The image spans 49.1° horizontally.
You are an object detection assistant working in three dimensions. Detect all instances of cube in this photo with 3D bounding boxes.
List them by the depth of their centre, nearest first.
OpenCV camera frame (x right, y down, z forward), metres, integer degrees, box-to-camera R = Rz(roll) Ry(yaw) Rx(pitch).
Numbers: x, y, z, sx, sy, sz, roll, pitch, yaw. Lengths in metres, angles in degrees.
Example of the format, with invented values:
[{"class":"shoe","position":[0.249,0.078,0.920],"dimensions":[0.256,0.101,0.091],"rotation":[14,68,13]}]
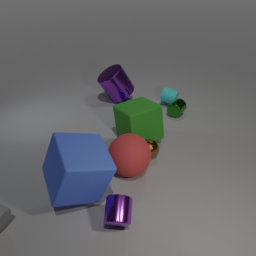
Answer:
[{"class":"cube","position":[-1.370,1.093,7.589],"dimensions":[1.400,1.400,1.400],"rotation":[3,39,-33]},{"class":"cube","position":[0.405,-0.236,10.826],"dimensions":[1.400,1.400,1.400],"rotation":[-19,29,-23]}]

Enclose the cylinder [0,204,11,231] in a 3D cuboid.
[{"class":"cylinder","position":[-3.485,2.223,7.105],"dimensions":[0.700,0.700,0.700],"rotation":[26,34,6]}]

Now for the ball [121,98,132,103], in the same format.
[{"class":"ball","position":[-0.026,-1.092,13.322],"dimensions":[0.700,0.700,0.700],"rotation":[0,29,0]}]

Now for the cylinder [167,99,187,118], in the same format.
[{"class":"cylinder","position":[2.255,-0.923,12.956],"dimensions":[0.700,0.700,0.700],"rotation":[18,35,29]}]

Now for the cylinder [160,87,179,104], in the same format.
[{"class":"cylinder","position":[2.053,-1.592,13.888],"dimensions":[0.700,0.700,0.700],"rotation":[24,35,14]}]

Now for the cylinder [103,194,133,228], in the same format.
[{"class":"cylinder","position":[-0.250,2.144,7.225],"dimensions":[0.700,0.700,0.700],"rotation":[3,61,4]}]

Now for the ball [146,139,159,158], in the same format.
[{"class":"ball","position":[0.777,0.737,10.042],"dimensions":[0.700,0.700,0.700],"rotation":[0,29,0]}]

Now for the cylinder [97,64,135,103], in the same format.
[{"class":"cylinder","position":[-0.596,-2.241,14.122],"dimensions":[1.400,1.400,1.400],"rotation":[-25,35,19]}]

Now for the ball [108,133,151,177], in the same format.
[{"class":"ball","position":[0.048,0.873,9.052],"dimensions":[1.400,1.400,1.400],"rotation":[0,29,0]}]
